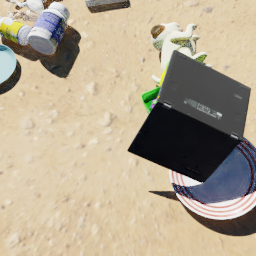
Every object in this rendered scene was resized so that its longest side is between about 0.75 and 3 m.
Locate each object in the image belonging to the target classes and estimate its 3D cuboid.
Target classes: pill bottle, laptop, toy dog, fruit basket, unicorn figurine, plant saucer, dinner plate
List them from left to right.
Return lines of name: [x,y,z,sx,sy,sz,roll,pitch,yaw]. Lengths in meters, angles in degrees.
plant saucer: [-5.333,-2.396,10.907,2.018,0.277,2.018,0,66,0]
pill bottle: [-4.670,-3.944,11.265,1.455,0.815,0.815,25,69,11]
unicorn figurine: [-4.047,-5.523,11.861,2.017,1.084,2.936,-2,74,-13]
pill bottle: [-3.057,-3.981,11.108,1.131,1.131,1.890,17,69,7]
toy dog: [1.759,-2.904,10.589,2.283,1.643,2.355,-32,68,25]
fruit basket: [1.739,-1.039,9.174,2.594,2.594,1.871,-22,68,-9]
laptop: [1.904,-0.269,8.633,2.781,1.721,2.970,24,67,-10]
dinner plate: [2.844,1.415,9.073,2.982,0.361,2.982,-4,66,10]

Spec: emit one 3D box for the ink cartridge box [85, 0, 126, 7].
ink cartridge box: [-1.036,-5.906,12.324,1.793,0.397,0.843,-10,69,-5]
